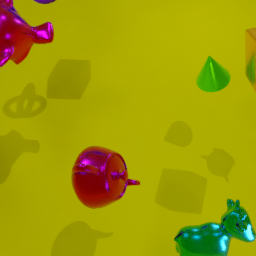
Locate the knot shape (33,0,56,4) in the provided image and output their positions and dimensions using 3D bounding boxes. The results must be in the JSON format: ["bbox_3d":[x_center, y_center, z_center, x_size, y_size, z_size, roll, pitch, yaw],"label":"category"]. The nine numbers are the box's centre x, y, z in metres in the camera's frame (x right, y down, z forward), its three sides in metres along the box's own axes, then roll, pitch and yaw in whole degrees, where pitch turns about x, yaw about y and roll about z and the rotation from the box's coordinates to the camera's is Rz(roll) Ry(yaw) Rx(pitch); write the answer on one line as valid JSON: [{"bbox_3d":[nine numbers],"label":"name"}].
[{"bbox_3d":[-2.208,-3.655,6.820,0.660,1.429,1.337,-33,97,25],"label":"knot shape"}]

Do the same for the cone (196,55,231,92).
[{"bbox_3d":[2.138,-1.545,7.194,0.901,0.904,0.901,-11,56,17],"label":"cone"}]

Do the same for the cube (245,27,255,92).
[{"bbox_3d":[2.812,-1.335,5.234,0.992,0.992,0.992,-6,29,14],"label":"cube"}]

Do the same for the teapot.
[{"bbox_3d":[-0.415,0.943,5.404,0.950,1.940,1.206,-7,69,27],"label":"teapot"}]

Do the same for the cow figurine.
[{"bbox_3d":[1.294,1.620,4.271,1.171,1.152,0.643,1,28,-1],"label":"cow figurine"}]

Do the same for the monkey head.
[{"bbox_3d":[-2.419,-2.102,6.038,1.387,1.161,1.927,-7,81,14],"label":"monkey head"}]
